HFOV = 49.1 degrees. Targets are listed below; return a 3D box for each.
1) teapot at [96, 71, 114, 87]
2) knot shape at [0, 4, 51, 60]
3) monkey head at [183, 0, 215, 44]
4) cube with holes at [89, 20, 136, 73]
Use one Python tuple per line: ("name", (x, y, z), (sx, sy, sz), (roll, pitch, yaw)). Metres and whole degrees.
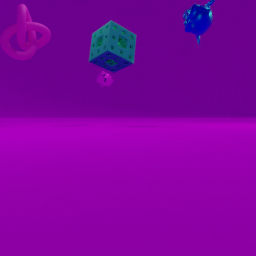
("teapot", (-0.994, -2.004, 11.726), (0.778, 0.613, 1.251), (20, 6, -14))
("knot shape", (-3.437, -3.204, 9.729), (0.829, 1.793, 1.678), (20, 8, 24))
("monkey head", (2.359, -3.708, 9.542), (0.917, 1.522, 1.095), (10, 30, -9))
("cube with holes", (-0.545, -2.840, 9.984), (1.143, 1.143, 1.143), (17, -19, -38))
